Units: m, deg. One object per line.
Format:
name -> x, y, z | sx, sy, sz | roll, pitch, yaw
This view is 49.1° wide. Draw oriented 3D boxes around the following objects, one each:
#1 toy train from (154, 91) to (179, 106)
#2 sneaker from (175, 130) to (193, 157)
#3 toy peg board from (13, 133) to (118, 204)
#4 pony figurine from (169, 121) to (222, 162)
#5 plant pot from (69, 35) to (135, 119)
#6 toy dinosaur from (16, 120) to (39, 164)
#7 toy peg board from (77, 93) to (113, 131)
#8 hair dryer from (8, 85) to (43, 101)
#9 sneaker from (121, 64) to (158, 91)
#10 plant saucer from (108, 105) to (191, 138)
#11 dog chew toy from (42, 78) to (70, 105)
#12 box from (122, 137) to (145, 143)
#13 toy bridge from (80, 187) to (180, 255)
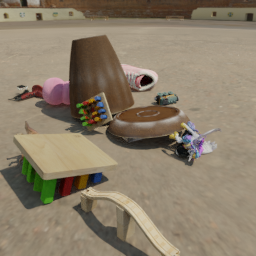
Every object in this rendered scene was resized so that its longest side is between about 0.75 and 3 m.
toy train -> 1.764, -1.325, 12.693 | 1.146, 0.489, 0.653 | -12, 40, -28
sneaker -> 1.779, 0.420, 8.754 | 0.486, 0.562, 1.284 | 7, 26, 15
toy peg board -> -1.716, 0.989, 7.325 | 2.006, 0.985, 2.014 | -1, 23, -41
pony figurine -> 2.037, 0.362, 8.397 | 1.247, 1.075, 1.291 | -26, 47, -11
plant pot -> -1.255, -2.105, 10.990 | 2.627, 2.811, 2.627 | -9, 19, 3
toy dinosaur -> -2.644, 0.482, 8.047 | 0.961, 1.419, 0.609 | -10, -3, -34
toy peg board -> -1.219, -0.564, 9.692 | 1.043, 1.047, 0.512 | -23, -10, 26
hair dryer -> -4.614, -1.585, 13.412 | 1.874, 0.509, 1.427 | -3, 41, 6
sneaker -> 0.096, -2.650, 14.664 | 2.991, 1.126, 1.564 | 6, 20, 3
plant saucer -> 0.715, -0.330, 9.967 | 2.939, 0.471, 2.939 | -6, 16, 2
dog chew toy -> -2.763, -1.575, 12.469 | 1.937, 1.206, 1.206 | 6, 24, -9
box -> 0.133, 0.060, 9.855 | 0.939, 0.287, 1.186 | -14, 28, -27
toy bridge -> -0.043, 1.786, 5.473 | 0.351, 0.867, 2.580 | -22, 32, -40
